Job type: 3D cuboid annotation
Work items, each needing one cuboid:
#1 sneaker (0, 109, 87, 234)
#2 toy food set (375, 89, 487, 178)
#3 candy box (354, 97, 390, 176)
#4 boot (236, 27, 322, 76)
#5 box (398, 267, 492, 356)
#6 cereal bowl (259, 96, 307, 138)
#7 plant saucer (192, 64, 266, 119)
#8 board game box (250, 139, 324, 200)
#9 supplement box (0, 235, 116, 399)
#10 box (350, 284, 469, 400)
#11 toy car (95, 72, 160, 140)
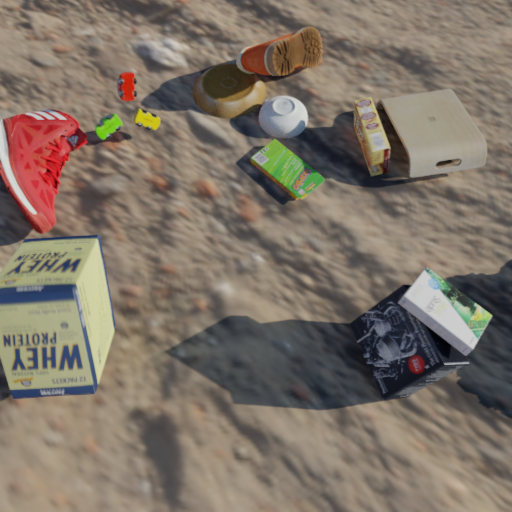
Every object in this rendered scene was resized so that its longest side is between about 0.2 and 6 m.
[{"bbox_3d":[-3.916,-1.841,10.586,1.681,1.140,2.910,-26,64,-13],"label":"sneaker"},{"bbox_3d":[3.476,-2.510,11.328,1.551,0.653,2.161,-10,52,-5],"label":"toy food set"},{"bbox_3d":[2.262,-2.351,11.040,0.374,0.781,1.354,-12,60,3],"label":"candy box"},{"bbox_3d":[0.553,-4.405,12.116,1.192,0.834,2.223,10,29,38],"label":"boot"},{"bbox_3d":[2.739,0.774,8.097,1.180,0.214,0.852,40,49,12],"label":"box"},{"bbox_3d":[0.564,-2.954,11.626,1.025,0.427,1.025,0,60,1],"label":"cereal bowl"},{"bbox_3d":[-0.583,-3.651,12.113,1.608,0.285,1.608,0,60,-1],"label":"plant saucer"},{"bbox_3d":[0.616,-1.673,10.983,0.680,0.214,1.424,-40,64,-16],"label":"board game box"},{"bbox_3d":[-2.911,0.847,8.238,1.179,1.756,1.754,-4,27,-2],"label":"supplement box"},{"bbox_3d":[2.294,1.327,8.568,0.698,1.221,1.341,7,50,-40],"label":"box"},{"bbox_3d":[-2.632,-2.748,10.867,1.248,1.326,0.296,-42,46,-12],"label":"toy car"}]
